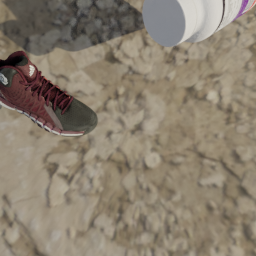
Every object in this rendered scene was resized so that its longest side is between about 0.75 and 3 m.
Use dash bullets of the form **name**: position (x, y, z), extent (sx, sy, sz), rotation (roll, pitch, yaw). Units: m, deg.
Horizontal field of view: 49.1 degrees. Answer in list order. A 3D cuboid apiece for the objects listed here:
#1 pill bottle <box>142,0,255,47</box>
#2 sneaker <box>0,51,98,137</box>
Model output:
- **pill bottle**: position (1.634, -2.819, 6.146), extent (2.728, 1.520, 1.520), rotation (-36, 78, -29)
- **sneaker**: position (-1.631, -0.680, 5.297), extent (2.271, 1.311, 0.859), rotation (20, 54, 3)
